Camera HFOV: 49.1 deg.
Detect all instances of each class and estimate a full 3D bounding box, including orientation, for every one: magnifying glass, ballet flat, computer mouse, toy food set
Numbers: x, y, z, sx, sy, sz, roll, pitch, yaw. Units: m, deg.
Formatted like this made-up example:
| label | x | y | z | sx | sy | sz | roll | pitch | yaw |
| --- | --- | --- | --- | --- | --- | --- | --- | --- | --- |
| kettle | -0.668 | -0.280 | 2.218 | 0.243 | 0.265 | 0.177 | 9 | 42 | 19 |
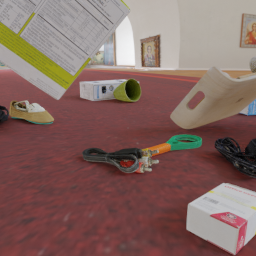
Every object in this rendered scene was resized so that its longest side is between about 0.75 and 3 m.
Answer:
| label | x | y | z | sx | sy | sz | roll | pitch | yaw |
| --- | --- | --- | --- | --- | --- | --- | --- | --- | --- |
| magnifying glass | 0.941 | 0.368 | 5.870 | 1.604 | 0.180 | 0.638 | -10 | 18 | -40 |
| ballet flat | -2.957 | -0.505 | 8.374 | 1.838 | 0.579 | 0.631 | 9 | 17 | 31 |
| computer mouse | 2.732 | 0.440 | 4.997 | 2.069 | 0.545 | 1.433 | -13 | 17 | -2 |
| toy food set | 2.641 | -1.050 | 7.251 | 2.868 | 0.866 | 2.058 | -16 | -22 | -30 |

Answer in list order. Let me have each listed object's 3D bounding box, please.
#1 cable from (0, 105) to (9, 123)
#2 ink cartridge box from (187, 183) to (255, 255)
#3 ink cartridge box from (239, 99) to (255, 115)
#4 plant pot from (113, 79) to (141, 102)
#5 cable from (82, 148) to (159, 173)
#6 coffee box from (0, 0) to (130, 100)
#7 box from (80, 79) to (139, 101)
| label | x | y | z | sx | sy | sz | roll | pitch | yaw |
| --- | --- | --- | --- | --- | --- | --- | --- | --- | --- |
| cable | -4.652 | -0.246 | 7.625 | 2.415 | 0.613 | 1.970 | 2 | 19 | -2 |
| ink cartridge box | 1.135 | 0.963 | 3.138 | 0.811 | 0.338 | 0.589 | -13 | 19 | -42 |
| ink cartridge box | 4.539 | -0.840 | 9.648 | 1.721 | 0.584 | 0.991 | -4 | 15 | -16 |
| plant pot | -0.132 | -1.537 | 12.016 | 0.959 | 0.959 | 1.025 | -14 | 5 | -43 |
| cable | -0.215 | 0.603 | 4.963 | 1.480 | 0.372 | 0.719 | -7 | 27 | 26 |
| coffee box | -1.972 | -2.779 | 6.581 | 2.662 | 2.632 | 2.658 | 35 | 13 | -28 |
| box | -0.850 | -1.819 | 13.140 | 2.470 | 0.743 | 1.441 | -10 | 18 | -33 |
